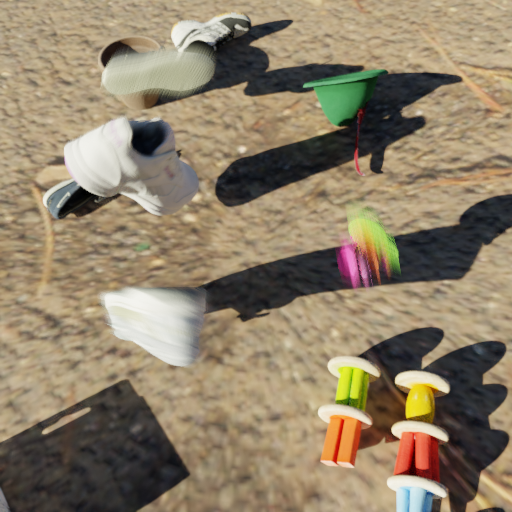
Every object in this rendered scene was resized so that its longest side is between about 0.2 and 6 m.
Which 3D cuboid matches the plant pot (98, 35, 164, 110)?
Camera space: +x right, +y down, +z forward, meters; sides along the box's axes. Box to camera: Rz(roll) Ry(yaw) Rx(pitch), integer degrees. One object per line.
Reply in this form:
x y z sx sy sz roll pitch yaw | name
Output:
-2.440 -3.614 11.391 1.293 1.127 1.293 0 56 0 | plant pot

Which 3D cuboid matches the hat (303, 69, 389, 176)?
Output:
1.857 -2.717 11.335 1.660 1.764 2.004 6 24 41 | hat

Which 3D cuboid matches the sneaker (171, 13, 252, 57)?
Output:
-0.938 -4.883 12.625 1.844 0.698 0.808 -15 73 -7 | sneaker

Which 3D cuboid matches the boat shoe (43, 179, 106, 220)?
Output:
-3.006 -1.268 10.127 1.695 0.635 0.524 -35 62 -19 | boat shoe

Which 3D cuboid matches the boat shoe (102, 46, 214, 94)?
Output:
-1.766 -3.388 10.137 2.008 0.749 0.625 -8 50 -1 | boat shoe

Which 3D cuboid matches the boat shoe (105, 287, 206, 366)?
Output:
-1.371 0.899 7.437 1.040 2.821 0.905 1 84 -27 | boat shoe

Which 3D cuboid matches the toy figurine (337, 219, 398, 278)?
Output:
1.517 0.017 8.011 0.841 0.631 0.774 39 62 -1 | toy figurine

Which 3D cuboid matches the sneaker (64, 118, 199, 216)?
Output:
-1.556 -1.399 8.795 1.406 2.822 1.057 -29 76 23 | sneaker

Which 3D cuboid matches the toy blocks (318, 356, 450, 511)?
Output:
1.658 2.557 7.490 1.767 0.770 2.120 11 57 7 | toy blocks

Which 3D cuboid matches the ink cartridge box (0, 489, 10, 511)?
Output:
-3.539 3.183 6.919 0.589 1.023 1.766 -33 62 -16 | ink cartridge box
